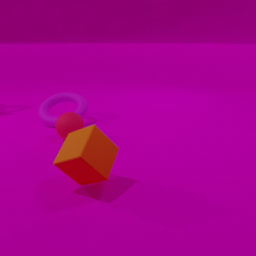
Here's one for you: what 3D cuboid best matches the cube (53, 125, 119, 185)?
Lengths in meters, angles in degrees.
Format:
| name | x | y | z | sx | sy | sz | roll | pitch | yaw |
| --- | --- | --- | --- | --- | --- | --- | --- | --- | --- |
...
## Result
| name | x | y | z | sx | sy | sz | roll | pitch | yaw |
| --- | --- | --- | --- | --- | --- | --- | --- | --- | --- |
| cube | -0.728 | 0.501 | 5.017 | 0.725 | 0.725 | 0.725 | -17 | 39 | 37 |

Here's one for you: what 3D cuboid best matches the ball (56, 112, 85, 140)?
| name | x | y | z | sx | sy | sz | roll | pitch | yaw |
| --- | --- | --- | --- | --- | --- | --- | --- | --- | --- |
| ball | -1.517 | -0.045 | 7.375 | 0.756 | 0.756 | 0.756 | 0 | 19 | 0 |

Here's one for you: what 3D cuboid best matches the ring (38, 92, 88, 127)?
| name | x | y | z | sx | sy | sz | roll | pitch | yaw |
| --- | --- | --- | --- | --- | --- | --- | --- | --- | --- |
| ring | -2.061 | -0.611 | 8.935 | 1.576 | 0.315 | 1.576 | -3 | 43 | 3 |
